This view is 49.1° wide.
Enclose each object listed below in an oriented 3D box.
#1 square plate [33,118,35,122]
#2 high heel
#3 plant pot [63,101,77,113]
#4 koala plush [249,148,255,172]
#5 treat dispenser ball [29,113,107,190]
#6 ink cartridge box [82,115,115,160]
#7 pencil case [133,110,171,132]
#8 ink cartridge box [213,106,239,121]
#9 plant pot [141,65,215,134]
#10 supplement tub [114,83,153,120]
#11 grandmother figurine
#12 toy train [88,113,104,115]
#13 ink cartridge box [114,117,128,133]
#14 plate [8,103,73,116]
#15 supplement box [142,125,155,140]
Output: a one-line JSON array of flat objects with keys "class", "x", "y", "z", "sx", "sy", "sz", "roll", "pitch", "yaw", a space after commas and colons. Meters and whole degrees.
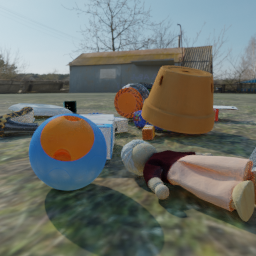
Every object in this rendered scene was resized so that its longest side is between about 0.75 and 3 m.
[{"class": "square plate", "x": -5.388, "y": -0.385, "z": 13.099, "sx": 1.880, "sy": 0.267, "sz": 1.862, "roll": -2, "pitch": 10, "yaw": -14}, {"class": "high heel", "x": -4.548, "y": -0.367, "z": 10.699, "sx": 1.834, "sy": 0.919, "sz": 2.573, "roll": 2, "pitch": 16, "yaw": -28}, {"class": "plant pot", "x": -3.628, "y": -1.261, "z": 17.227, "sx": 0.736, "sy": 0.737, "sz": 1.042, "roll": -4, "pitch": 2, "yaw": -22}, {"class": "koala plush", "x": 2.789, "y": 0.586, "z": 4.722, "sx": 1.470, "sy": 1.523, "sz": 1.657, "roll": -21, "pitch": 0, "yaw": -41}, {"class": "treat dispenser ball", "x": -1.040, "y": 0.415, "z": 4.948, "sx": 1.345, "sy": 1.345, "sz": 1.345, "roll": 0, "pitch": 9, "yaw": 0}, {"class": "ink cartridge box", "x": -1.108, "y": 0.166, "z": 7.847, "sx": 1.460, "sy": 0.841, "sz": 2.521, "roll": 0, "pitch": 9, "yaw": 0}, {"class": "pencil case", "x": 1.048, "y": -0.306, "z": 11.088, "sx": 1.764, "sy": 0.766, "sz": 0.688, "roll": 8, "pitch": -13, "yaw": 38}, {"class": "ink cartridge box", "x": 4.100, "y": -0.765, "z": 14.207, "sx": 2.669, "sy": 0.672, "sz": 1.454, "roll": 4, "pitch": 10, "yaw": 16}, {"class": "plant pot", "x": 1.961, "y": -1.182, "z": 10.313, "sx": 2.730, "sy": 1.911, "sz": 2.730, "roll": 6, "pitch": 21, "yaw": -2}, {"class": "supplement tub", "x": 0.635, "y": -1.367, "z": 14.263, "sx": 1.809, "sy": 1.809, "sz": 2.953, "roll": 5, "pitch": 9, "yaw": 28}, {"class": "grandmother figurine", "x": 0.927, "y": 0.694, "z": 4.873, "sx": 1.621, "sy": 0.809, "sz": 2.673, "roll": -6, "pitch": 13, "yaw": -44}, {"class": "toy train", "x": -1.602, "y": -0.554, "z": 13.860, "sx": 0.488, "sy": 0.371, "sz": 0.855, "roll": 17, "pitch": 18, "yaw": 42}, {"class": "ink cartridge box", "x": -0.730, "y": -0.091, "z": 10.472, "sx": 1.190, "sy": 0.501, "sz": 0.860, "roll": -7, "pitch": 11, "yaw": -33}, {"class": "plate", "x": -4.884, "y": -1.062, "z": 15.808, "sx": 2.739, "sy": 0.443, "sz": 2.733, "roll": -2, "pitch": 10, "yaw": -45}, {"class": "supplement box", "x": 0.719, "y": 0.132, "z": 9.592, "sx": 0.376, "sy": 0.363, "sz": 1.092, "roll": -3, "pitch": 8, "yaw": 12}]
